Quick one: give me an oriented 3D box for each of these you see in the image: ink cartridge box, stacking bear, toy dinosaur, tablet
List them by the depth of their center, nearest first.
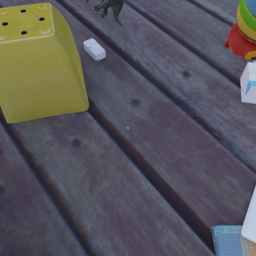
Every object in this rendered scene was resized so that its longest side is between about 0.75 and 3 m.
[{"bbox_3d":[2.677,-2.158,5.345,1.413,2.328,1.324,-7,73,-6],"label":"stacking bear"},{"bbox_3d":[3.470,2.050,6.625,1.151,0.121,1.770,24,54,19],"label":"tablet"},{"bbox_3d":[-0.539,-3.383,7.016,1.010,1.975,0.760,-36,31,13],"label":"toy dinosaur"},{"bbox_3d":[4.010,-1.443,8.735,0.739,0.759,1.181,9,57,6],"label":"ink cartridge box"}]

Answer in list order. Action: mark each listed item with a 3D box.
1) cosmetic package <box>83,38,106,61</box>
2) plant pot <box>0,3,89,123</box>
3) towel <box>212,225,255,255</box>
[{"bbox_3d":[-1.187,-2.778,9.928,0.430,0.313,0.846,-31,60,-19],"label":"cosmetic package"},{"bbox_3d":[-2.655,-2.012,8.056,2.486,2.543,2.470,-11,57,-7],"label":"plant pot"},{"bbox_3d":[2.772,2.775,6.217,1.665,0.181,1.221,0,56,0],"label":"towel"}]
